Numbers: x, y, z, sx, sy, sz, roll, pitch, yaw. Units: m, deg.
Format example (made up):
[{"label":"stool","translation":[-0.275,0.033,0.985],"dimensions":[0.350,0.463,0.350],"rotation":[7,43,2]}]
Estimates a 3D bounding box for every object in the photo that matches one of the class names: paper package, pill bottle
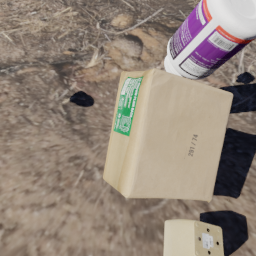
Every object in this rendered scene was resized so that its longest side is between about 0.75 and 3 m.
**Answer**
[{"label":"paper package","translation":[0.627,0.154,4.477],"dimensions":[1.753,1.839,0.951],"rotation":[10,2,-31]},{"label":"pill bottle","translation":[1.561,-1.741,5.550],"dimensions":[1.172,2.085,1.172],"rotation":[8,68,-20]}]

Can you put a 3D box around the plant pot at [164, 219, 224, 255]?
[{"label":"plant pot","translation":[1.062,1.824,4.364],"dimensions":[0.765,0.677,0.764],"rotation":[20,54,-16]}]
